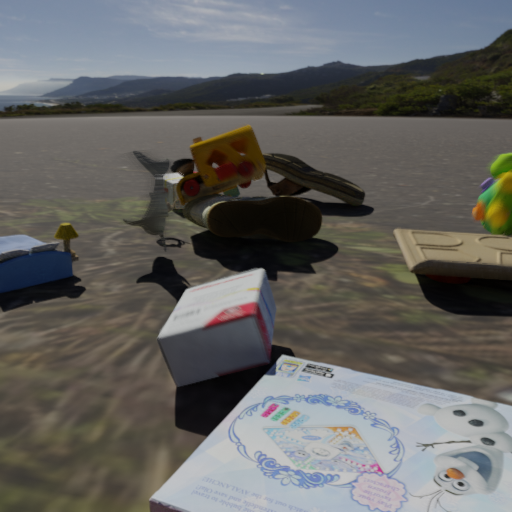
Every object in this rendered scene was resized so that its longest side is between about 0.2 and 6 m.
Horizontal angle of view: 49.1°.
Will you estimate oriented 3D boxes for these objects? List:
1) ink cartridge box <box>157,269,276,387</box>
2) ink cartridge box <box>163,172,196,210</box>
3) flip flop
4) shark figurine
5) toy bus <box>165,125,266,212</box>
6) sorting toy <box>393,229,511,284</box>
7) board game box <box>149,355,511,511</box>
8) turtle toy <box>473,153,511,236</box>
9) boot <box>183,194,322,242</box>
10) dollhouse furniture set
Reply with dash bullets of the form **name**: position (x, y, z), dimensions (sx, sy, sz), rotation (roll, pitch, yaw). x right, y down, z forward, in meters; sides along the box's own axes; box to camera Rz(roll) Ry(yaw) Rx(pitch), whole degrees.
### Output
- **ink cartridge box**: position (-0.298, 0.609, 5.140), dimensions (0.862, 0.490, 1.183), rotation (-16, 14, 10)
- **ink cartridge box**: position (-1.499, -1.424, 12.038), dimensions (0.984, 0.565, 1.356), rotation (-8, 19, -23)
- **flip flop**: position (0.871, -1.588, 12.307), dimensions (3.144, 0.905, 1.275), rotation (25, 23, 23)
- **shark figurine**: position (-1.541, -0.654, 7.847), dimensions (0.639, 1.532, 0.915), rotation (-2, 55, -15)
- **toy bus**: position (-0.792, -1.544, 9.621), dimensions (1.821, 0.997, 1.930), rotation (-24, -6, 39)
- **sorting toy**: position (3.454, 0.070, 7.583), dimensions (2.951, 0.395, 2.198), rotation (4, 14, 6)
- **board game box**: position (0.612, 1.309, 3.383), dimensions (1.790, 0.388, 1.781), rotation (8, 19, 25)
- **turtle toy**: position (4.027, -0.962, 9.065), dimensions (1.071, 1.470, 0.743), rotation (23, -4, -38)
- **boot**: position (-0.083, -0.683, 9.406), dimensions (2.033, 0.733, 1.572), rotation (-1, 9, -24)
- **dollhouse furniture set**: position (-3.725, -0.437, 7.390), dimensions (2.148, 1.402, 2.028), rotation (-13, 22, -38)
